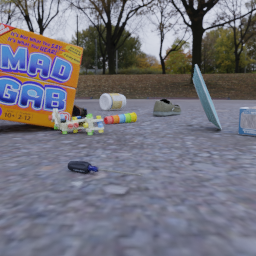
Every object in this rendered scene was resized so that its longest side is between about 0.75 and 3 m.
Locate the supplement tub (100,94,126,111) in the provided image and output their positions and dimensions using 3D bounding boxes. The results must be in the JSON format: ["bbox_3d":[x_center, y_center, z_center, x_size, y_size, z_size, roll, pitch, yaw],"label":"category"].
[{"bbox_3d":[-1.039,-1.810,19.493,1.620,1.172,1.172,-7,10,-44],"label":"supplement tub"}]

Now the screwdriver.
[{"bbox_3d":[-0.369,0.666,4.258,1.348,0.196,0.188,8,11,28],"label":"screwdriver"}]

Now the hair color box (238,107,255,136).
[{"bbox_3d":[4.735,-0.239,8.589,2.750,0.832,1.375,-6,9,-39],"label":"hair color box"}]

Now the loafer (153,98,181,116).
[{"bbox_3d":[2.238,-1.172,15.493,0.996,0.923,2.649,4,8,30],"label":"loafer"}]

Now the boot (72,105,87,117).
[{"bbox_3d":[-2.356,-0.874,14.232,0.873,0.673,1.802,-6,7,-26],"label":"boot"}]

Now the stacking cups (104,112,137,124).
[{"bbox_3d":[-0.323,-0.357,11.499,1.419,0.429,0.429,-10,11,-32],"label":"stacking cups"}]

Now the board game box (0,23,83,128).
[{"bbox_3d":[-3.573,-1.637,9.799,2.790,2.790,2.792,9,2,-31],"label":"board game box"}]

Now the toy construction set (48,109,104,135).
[{"bbox_3d":[-1.602,-0.125,8.441,1.629,0.751,1.068,9,4,-22],"label":"toy construction set"}]

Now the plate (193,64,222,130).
[{"bbox_3d":[2.615,-0.999,9.464,0.304,2.378,2.378,-21,1,18],"label":"plate"}]
